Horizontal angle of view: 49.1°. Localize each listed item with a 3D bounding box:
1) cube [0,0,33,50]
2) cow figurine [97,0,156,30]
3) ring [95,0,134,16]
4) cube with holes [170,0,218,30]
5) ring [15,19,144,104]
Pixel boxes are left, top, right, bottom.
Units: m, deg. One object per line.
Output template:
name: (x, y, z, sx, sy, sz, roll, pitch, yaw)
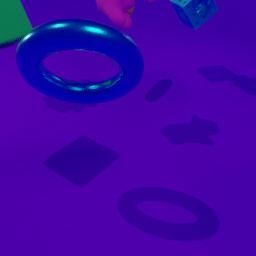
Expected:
cube: (-2.504, -1.886, 4.797, 1.070, 1.070, 1.070, 1, 28, 48)
cow figurine: (-0.138, -2.944, 5.363, 1.564, 1.589, 0.872, 50, 21, 5)
ring: (-0.392, -3.558, 7.238, 0.301, 1.503, 1.503, -14, 24, 43)
cube with holes: (1.970, -3.666, 8.384, 0.861, 0.861, 0.861, -40, 40, 7)
ring: (-0.629, -0.812, 3.834, 1.706, 1.706, 0.341, -1, 68, -1)
